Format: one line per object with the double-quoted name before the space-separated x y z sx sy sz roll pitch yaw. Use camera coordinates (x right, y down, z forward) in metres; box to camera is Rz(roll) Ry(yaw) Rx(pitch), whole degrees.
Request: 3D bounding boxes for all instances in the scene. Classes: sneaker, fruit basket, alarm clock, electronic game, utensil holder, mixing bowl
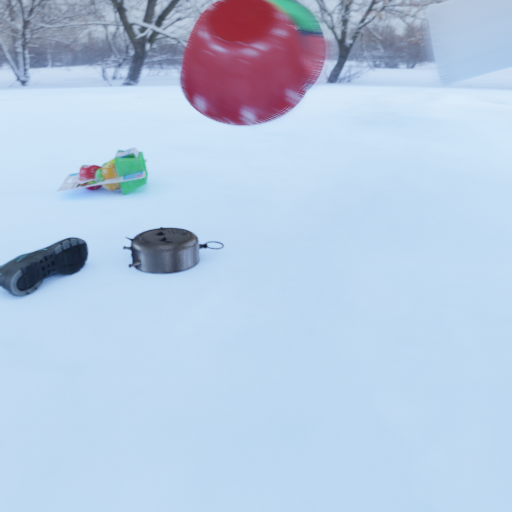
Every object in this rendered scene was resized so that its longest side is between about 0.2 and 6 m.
"sneaker" -3.286 0.078 8.583 0.650 0.618 1.639 9 22 28
"fruit basket" -3.700 -2.044 13.656 2.049 0.961 1.898 -6 22 -6
"alarm clock" -1.342 -0.141 9.316 1.658 0.552 1.119 -4 21 -19
"electronic game" 0.393 -4.101 11.153 2.038 2.038 0.424 -5 9 -12
"utensil holder" 3.886 -3.766 9.473 1.665 1.415 1.415 -8 16 25
"mixing bowl" -0.175 -2.951 7.983 1.967 1.065 1.967 -1 64 1
